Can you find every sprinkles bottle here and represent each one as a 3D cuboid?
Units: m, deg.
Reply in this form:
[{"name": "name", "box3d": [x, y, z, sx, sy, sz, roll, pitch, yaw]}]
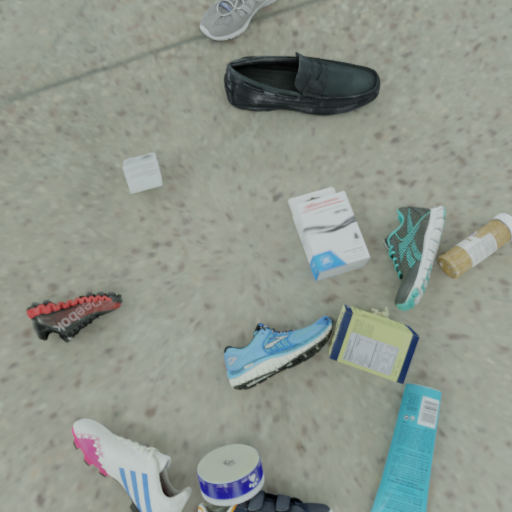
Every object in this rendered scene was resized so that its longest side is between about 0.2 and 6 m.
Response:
[{"name": "sprinkles bottle", "box3d": [4.062, -0.179, 10.218, 1.513, 0.516, 0.516, -33, 73, -10]}]

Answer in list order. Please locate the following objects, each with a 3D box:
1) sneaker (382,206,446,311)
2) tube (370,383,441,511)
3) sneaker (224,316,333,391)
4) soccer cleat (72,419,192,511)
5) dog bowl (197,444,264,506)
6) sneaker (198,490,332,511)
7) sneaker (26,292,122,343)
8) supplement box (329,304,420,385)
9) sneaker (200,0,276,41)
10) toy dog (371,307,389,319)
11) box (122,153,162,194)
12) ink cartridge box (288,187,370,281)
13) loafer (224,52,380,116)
[{"name": "sneaker", "box3d": [2.732, -0.009, 10.145, 0.969, 0.824, 2.125, 14, 65, 20]}, {"name": "tube", "box3d": [2.480, 3.239, 9.010, 0.887, 0.577, 2.290, 13, 75, 13]}, {"name": "sneaker", "box3d": [0.367, 1.455, 9.509, 2.040, 0.800, 0.918, -24, 69, -9]}, {"name": "soccer cleat", "box3d": [-1.920, 3.227, 8.832, 2.173, 0.759, 0.938, 45, 93, 6]}, {"name": "dog bowl", "box3d": [-0.395, 3.365, 8.663, 1.001, 1.001, 0.394, -12, 103, -4]}, {"name": "sneaker", "box3d": [0.109, 3.957, 8.553, 2.116, 0.830, 0.840, -13, 76, -3]}, {"name": "sneaker", "box3d": [-3.115, 1.074, 9.764, 1.616, 0.571, 0.790, -11, 82, -11]}, {"name": "supplement box", "box3d": [1.889, 1.408, 9.195, 1.202, 1.203, 0.808, 19, 93, 7]}, {"name": "sneaker", "box3d": [-0.313, -5.609, 11.964, 0.906, 0.994, 2.424, 39, 75, 13]}, {"name": "toy dog", "box3d": [2.137, 1.117, 9.911, 0.411, 0.287, 0.399, -11, 78, 4]}, {"name": "box", "box3d": [-2.147, -1.573, 10.599, 0.636, 0.632, 0.544, -16, 114, -5]}, {"name": "ink cartridge box", "box3d": [1.298, -0.525, 10.311, 0.994, 0.581, 1.714, -17, 72, -6]}, {"name": "loafer", "box3d": [0.930, -3.454, 11.113, 3.145, 1.104, 1.068, 0, 71, 0]}]
